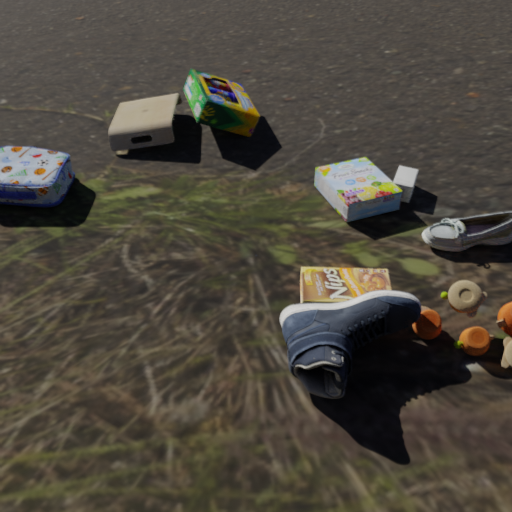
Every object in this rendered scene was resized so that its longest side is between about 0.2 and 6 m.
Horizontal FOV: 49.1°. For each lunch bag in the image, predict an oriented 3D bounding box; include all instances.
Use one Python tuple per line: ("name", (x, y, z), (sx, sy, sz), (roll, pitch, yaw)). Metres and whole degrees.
("lunch bag", (-5.356, -1.778, 12.860), (2.070, 0.782, 1.658), (3, 44, 2))

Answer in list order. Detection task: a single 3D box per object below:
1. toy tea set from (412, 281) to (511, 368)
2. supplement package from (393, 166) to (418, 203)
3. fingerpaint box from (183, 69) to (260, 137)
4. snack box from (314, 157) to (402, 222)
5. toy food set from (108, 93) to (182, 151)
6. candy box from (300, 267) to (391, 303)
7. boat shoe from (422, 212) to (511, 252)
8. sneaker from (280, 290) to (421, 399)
("toy tea set", (3.828, 1.197, 9.689), (2.217, 0.820, 1.318), (18, 74, 15))
("supplement package", (3.418, -1.662, 12.946), (0.461, 0.460, 0.786), (15, 44, 16))
("fingerpaint box", (-0.961, -4.151, 15.106), (1.593, 0.700, 1.909), (9, 38, -28))
("snack box", (2.277, -1.541, 12.732), (1.370, 0.550, 1.625), (-15, 41, -17))
("toy food set", (-2.915, -3.588, 15.089), (1.662, 0.700, 2.316), (-8, 38, 5))
("candy box", (1.636, 0.678, 10.287), (1.637, 0.453, 0.945), (2, 40, 2))
("boat shoe", (4.414, -0.559, 11.558), (1.976, 0.634, 0.728), (-3, 42, -4))
("sneaker", (1.629, 1.417, 8.978), (2.387, 0.907, 1.725), (-10, 31, 4))
